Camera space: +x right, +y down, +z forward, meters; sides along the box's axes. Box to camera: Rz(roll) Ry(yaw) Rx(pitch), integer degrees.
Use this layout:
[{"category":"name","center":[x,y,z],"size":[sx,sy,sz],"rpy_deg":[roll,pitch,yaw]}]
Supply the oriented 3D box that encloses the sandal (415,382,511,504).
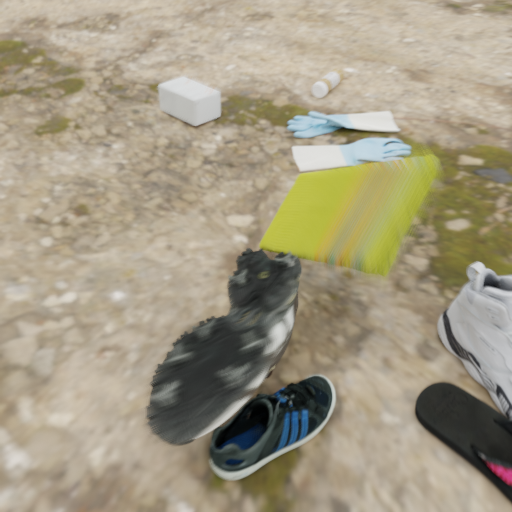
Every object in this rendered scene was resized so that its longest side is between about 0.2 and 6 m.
[{"category":"sandal","center":[3.242,2.442,6.790],"size":[2.855,0.643,1.072],"rpy_deg":[33,52,31]}]

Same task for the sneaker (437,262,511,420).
[{"category":"sneaker","center":[3.554,1.249,7.461],"size":[0.972,1.486,2.586],"rpy_deg":[-20,46,-21]}]

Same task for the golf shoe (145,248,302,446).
[{"category":"golf shoe","center":[-0.186,1.336,7.317],"size":[1.242,1.509,3.195],"rpy_deg":[14,43,25]}]

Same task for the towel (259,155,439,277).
[{"category":"towel","center":[1.118,-0.604,8.112],"size":[1.590,0.334,3.695],"rpy_deg":[-59,19,-6]}]

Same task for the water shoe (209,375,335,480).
[{"category":"water shoe","center":[0.294,2.060,7.102],"size":[1.984,0.783,0.709],"rpy_deg":[-31,51,-29]}]

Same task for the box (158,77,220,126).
[{"category":"box","center":[-1.597,-3.719,13.425],"size":[1.318,0.643,0.820],"rpy_deg":[31,47,32]}]

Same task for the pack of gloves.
[{"category":"pack of gloves","center":[2.059,-2.789,12.585],"size":[2.642,0.521,2.219],"rpy_deg":[-5,42,-5]}]

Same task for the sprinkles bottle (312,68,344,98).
[{"category":"sprinkles bottle","center":[1.870,-4.480,14.507],"size":[0.388,0.388,1.137],"rpy_deg":[24,48,24]}]
